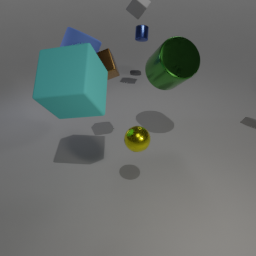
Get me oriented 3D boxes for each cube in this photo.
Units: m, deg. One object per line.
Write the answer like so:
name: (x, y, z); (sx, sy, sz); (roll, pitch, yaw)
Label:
cube: (-0.738, -1.908, 8.641); (0.700, 0.700, 0.700); (-19, -9, 6)
cube: (-1.436, -1.163, 7.347); (1.400, 1.400, 1.400); (-4, 69, 14)
cube: (0.453, -5.375, 12.291); (0.700, 0.700, 0.700); (35, 48, -14)

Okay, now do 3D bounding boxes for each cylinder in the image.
cylinder: (-1.916, -2.938, 10.808); (1.400, 1.400, 1.400); (24, 11, -5)
cylinder: (0.739, -5.062, 15.000); (0.700, 0.700, 0.700); (3, 1, 0)
cylinder: (1.448, -2.102, 9.321); (1.400, 1.400, 1.400); (-10, -4, -17)

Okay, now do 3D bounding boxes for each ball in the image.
ball: (0.246, 0.291, 7.392); (0.700, 0.700, 0.700); (0, 30, 0)
